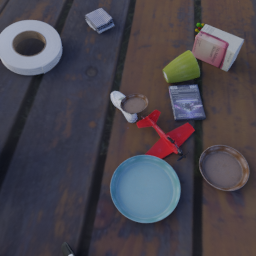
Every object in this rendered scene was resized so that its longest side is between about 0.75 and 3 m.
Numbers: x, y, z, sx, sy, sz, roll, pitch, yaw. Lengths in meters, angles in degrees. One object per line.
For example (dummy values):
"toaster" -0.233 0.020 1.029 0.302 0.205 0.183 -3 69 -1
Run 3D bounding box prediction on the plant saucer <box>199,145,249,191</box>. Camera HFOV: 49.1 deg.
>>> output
"plant saucer" 3.400 1.436 10.003 1.748 0.280 1.748 0 59 1

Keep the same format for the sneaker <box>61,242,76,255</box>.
"sneaker" -1.699 4.268 8.001 0.847 0.709 1.915 -22 60 -15

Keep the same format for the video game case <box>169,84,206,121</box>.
"video game case" 2.431 -1.076 11.618 1.245 0.165 1.743 -3 59 -2

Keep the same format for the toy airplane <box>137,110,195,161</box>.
"toy airplane" 1.340 0.238 10.633 2.462 0.453 2.462 0 59 1

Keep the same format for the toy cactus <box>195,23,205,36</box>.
"toy cactus" 3.923 -4.610 13.621 1.111 0.689 1.347 -24 57 -35

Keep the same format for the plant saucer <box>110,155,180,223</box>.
"plant saucer" 0.584 2.059 9.576 2.364 0.324 2.364 0 59 0

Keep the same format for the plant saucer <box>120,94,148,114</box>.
"plant saucer" 0.235 -0.877 10.496 1.063 0.171 1.063 -6 47 6

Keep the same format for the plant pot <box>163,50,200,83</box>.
"plant pot" 2.200 -2.476 11.994 1.316 1.231 1.231 -24 61 1

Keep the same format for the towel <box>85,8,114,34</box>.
"towel" -1.434 -5.416 14.065 1.033 0.534 1.247 -33 64 -17

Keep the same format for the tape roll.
"tape roll" -4.441 -3.683 12.750 2.843 0.520 2.843 2 65 -5

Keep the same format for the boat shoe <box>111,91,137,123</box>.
"boat shoe" -0.132 -0.995 11.321 0.627 0.569 1.704 -31 63 -18

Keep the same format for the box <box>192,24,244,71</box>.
"box" 3.962 -3.585 12.553 1.861 1.190 1.014 30 63 17
